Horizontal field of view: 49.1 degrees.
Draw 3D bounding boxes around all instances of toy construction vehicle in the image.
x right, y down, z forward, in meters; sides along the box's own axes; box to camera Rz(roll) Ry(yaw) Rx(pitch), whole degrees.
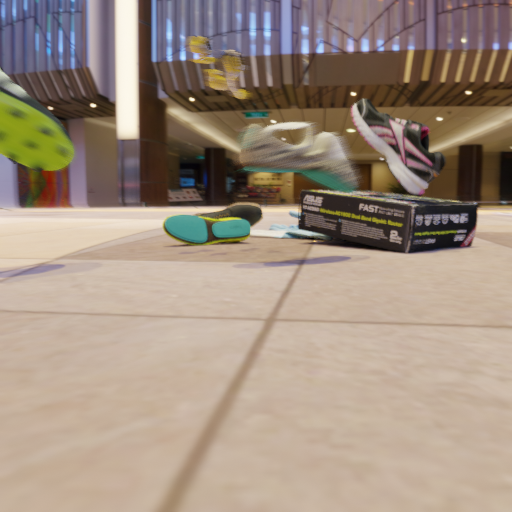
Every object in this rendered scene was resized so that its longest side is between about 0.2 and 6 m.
[{"bbox_3d":[-0.763,-3.700,11.099,1.044,1.199,0.422,18,59,30],"label":"toy construction vehicle"}]

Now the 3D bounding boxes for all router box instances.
[{"bbox_3d":[2.949,-0.880,12.859,2.455,1.018,3.276,-4,13,-39],"label":"router box"}]

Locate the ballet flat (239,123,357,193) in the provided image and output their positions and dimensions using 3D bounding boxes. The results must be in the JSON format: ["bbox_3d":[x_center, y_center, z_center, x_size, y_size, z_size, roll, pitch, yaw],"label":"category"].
[{"bbox_3d":[0.875,-1.751,9.648,2.615,0.985,0.887,7,7,-37],"label":"ballet flat"}]

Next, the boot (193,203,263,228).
[{"bbox_3d":[-0.932,-0.866,15.355,2.211,0.856,1.529,-14,9,7],"label":"boot"}]

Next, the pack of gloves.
[{"bbox_3d":[1.514,-0.907,15.816,3.585,0.707,3.012,4,7,32],"label":"pack of gloves"}]

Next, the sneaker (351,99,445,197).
[{"bbox_3d":[3.079,-2.479,11.833,1.090,2.524,1.014,-42,-24,24],"label":"sneaker"}]

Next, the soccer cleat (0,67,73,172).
[{"bbox_3d":[-3.908,-2.421,8.152,1.102,1.323,3.264,-27,-33,14],"label":"soccer cleat"}]

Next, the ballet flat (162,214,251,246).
[{"bbox_3d":[-1.188,-0.537,13.112,2.193,0.733,0.735,0,-16,-26],"label":"ballet flat"}]
